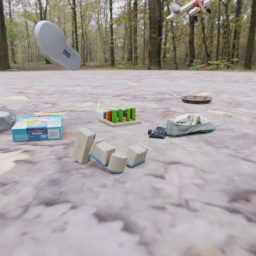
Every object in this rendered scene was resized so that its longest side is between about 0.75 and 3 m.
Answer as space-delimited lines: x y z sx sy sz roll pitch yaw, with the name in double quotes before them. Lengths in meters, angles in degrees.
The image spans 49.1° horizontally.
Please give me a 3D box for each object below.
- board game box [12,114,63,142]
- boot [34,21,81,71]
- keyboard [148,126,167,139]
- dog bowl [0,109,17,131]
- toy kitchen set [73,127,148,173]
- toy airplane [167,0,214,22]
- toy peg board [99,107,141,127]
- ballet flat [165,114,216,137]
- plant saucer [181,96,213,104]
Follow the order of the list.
"board game box" -2.864 -0.046 9.123 1.405 0.437 1.861 -3 15 -12
"boot" -2.540 -2.636 9.056 1.163 0.895 2.433 21 -10 20
"keyboard" 0.942 0.127 9.063 0.669 0.143 1.114 4 14 17
"dog bowl" -4.817 -0.270 9.804 1.802 0.528 1.802 1 15 0
"toy kitchen set" -0.413 0.572 6.590 1.349 0.795 1.081 33 30 29
"toy airplane" 1.793 -3.410 7.415 1.349 0.952 1.343 -33 7 -24
"toy peg board" -0.317 -0.505 10.571 1.233 0.603 1.228 -7 17 -28
"ballet flat" 2.111 -0.148 9.099 2.029 0.646 0.684 -8 16 -29
"plant saucer" 3.718 -1.524 15.184 1.684 0.270 1.684 0 14 0
